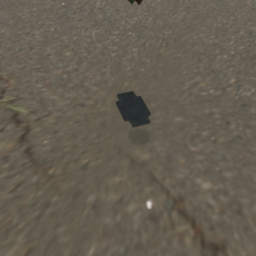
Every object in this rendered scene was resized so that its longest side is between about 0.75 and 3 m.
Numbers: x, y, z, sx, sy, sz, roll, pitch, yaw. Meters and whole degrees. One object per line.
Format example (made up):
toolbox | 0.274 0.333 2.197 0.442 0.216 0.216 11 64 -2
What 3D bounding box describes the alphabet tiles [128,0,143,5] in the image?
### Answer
alphabet tiles | 0.089 -4.028 7.777 1.119 0.931 0.035 50 56 -5
